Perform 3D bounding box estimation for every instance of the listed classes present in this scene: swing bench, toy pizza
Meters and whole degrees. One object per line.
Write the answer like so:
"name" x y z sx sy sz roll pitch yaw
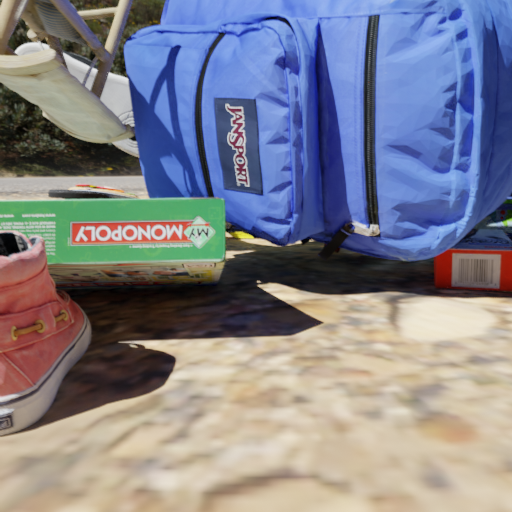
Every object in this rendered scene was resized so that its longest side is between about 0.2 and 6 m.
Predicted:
"swing bench" -1.988 -2.139 5.323 1.135 1.750 1.740 -3 -9 8
"toy pizza" -3.643 -1.473 13.657 1.984 0.314 1.984 7 -4 0

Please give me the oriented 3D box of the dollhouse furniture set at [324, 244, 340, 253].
"dollhouse furniture set" 1.827 -0.304 8.679 0.909 0.687 1.689 3 -8 32

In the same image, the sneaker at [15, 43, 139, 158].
"sneaker" -2.059 -2.236 7.933 2.450 0.895 1.371 29 15 -15

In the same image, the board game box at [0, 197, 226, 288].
"board game box" -2.084 -0.019 5.037 3.548 0.516 2.387 -1 -8 -5

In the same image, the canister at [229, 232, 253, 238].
"canister" -0.086 -0.742 10.712 1.138 0.663 1.533 -1 9 -8

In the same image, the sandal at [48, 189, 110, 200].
"sandal" -3.788 -1.040 12.947 1.108 0.665 2.951 7 -4 8

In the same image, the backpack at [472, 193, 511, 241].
"backpack" 4.636 -1.664 9.660 3.667 2.695 3.355 9 21 33

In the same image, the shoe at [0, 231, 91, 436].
"shoe" -1.578 0.291 3.782 0.761 0.969 2.130 -2 10 -10

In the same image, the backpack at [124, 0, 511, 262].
"backpack" 0.846 -1.540 6.400 4.118 3.346 3.455 15 37 37

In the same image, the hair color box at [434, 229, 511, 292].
"hair color box" 2.597 0.009 6.757 0.871 0.502 1.570 1 9 17
